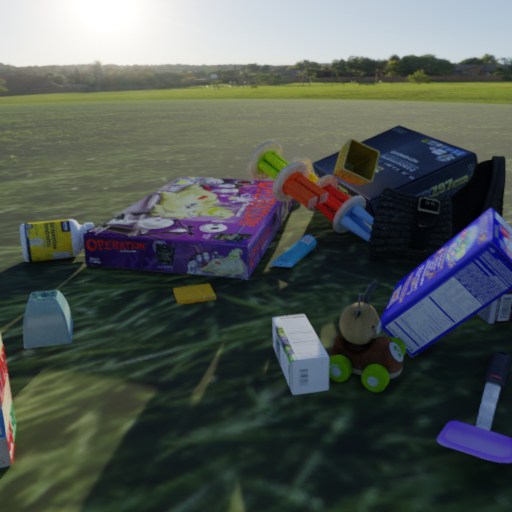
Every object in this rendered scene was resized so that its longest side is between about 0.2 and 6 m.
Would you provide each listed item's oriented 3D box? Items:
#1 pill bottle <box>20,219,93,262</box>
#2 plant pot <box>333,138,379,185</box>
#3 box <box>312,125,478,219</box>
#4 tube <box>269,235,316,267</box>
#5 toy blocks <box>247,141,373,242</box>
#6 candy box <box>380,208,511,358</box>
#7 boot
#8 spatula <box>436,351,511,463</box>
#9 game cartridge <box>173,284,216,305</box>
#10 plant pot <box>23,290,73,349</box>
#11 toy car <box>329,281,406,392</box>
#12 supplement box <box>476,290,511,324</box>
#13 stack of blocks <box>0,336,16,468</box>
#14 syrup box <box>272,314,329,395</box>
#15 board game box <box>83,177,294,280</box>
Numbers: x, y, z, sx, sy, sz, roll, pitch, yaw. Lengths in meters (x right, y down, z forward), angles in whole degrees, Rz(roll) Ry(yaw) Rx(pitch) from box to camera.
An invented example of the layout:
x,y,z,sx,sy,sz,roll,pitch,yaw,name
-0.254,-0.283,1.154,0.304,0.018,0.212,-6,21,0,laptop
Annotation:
x,y,z,sx,sy,sz,roll,pitch,yaw,name
-3.686,-0.306,10.455,1.282,0.718,0.718,-8,21,-20,pill bottle
2.041,-1.921,11.911,0.745,0.740,0.762,22,-15,-17,plant pot
3.204,-2.002,13.488,2.661,0.861,3.374,-25,28,-6,box
0.737,-0.051,10.441,0.456,0.297,1.178,-1,21,35,tube
1.283,-1.210,11.480,2.555,0.928,2.130,42,18,32,toy blocks
2.541,0.336,7.262,0.676,1.754,1.483,47,30,1,candy box
3.442,-0.954,10.533,2.163,1.089,2.893,11,48,26,boot
2.528,1.539,6.035,0.686,0.249,2.426,12,23,27,spatula
-0.979,0.608,8.865,0.598,0.097,0.527,-8,21,-13,game cartridge
-2.810,0.810,7.522,0.600,0.613,0.601,-5,21,-14,plant pot
1.328,0.871,6.631,0.860,1.091,0.896,10,22,27,toy car
4.044,0.535,8.410,1.711,0.521,0.931,-3,21,-11,supplement box
-3.426,1.370,4.957,2.239,1.289,0.656,-7,21,-17,stack of blocks
0.515,1.158,6.776,0.461,0.446,1.133,-5,21,-9,syrup box
-1.053,-0.835,12.015,3.097,0.833,5.160,8,21,10,board game box
